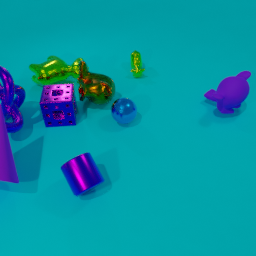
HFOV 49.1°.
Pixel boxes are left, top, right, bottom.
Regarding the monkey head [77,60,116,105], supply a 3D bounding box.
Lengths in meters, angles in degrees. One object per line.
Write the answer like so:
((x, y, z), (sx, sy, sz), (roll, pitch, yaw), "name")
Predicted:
((-0.946, -1.376, 8.442), (1.125, 1.344, 1.868), (-5, 16, -7), "monkey head")

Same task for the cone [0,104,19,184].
((-2.973, 0.240, 6.019), (1.619, 1.619, 1.625), (8, 75, 8), "cone")

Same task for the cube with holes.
((-1.962, -0.649, 8.041), (0.866, 0.866, 0.866), (-4, 42, -4), "cube with holes")

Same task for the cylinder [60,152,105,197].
((-0.989, 1.016, 6.109), (0.729, 0.729, 0.729), (-25, 79, -25), "cylinder")

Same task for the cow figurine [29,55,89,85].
((-2.212, -1.868, 9.355), (1.680, 0.937, 1.707), (24, 42, 32), "cow figurine")

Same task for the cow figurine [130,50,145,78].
((0.308, -2.281, 9.939), (0.530, 0.965, 0.950), (-6, 11, 0), "cow figurine")

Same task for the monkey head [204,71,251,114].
((2.836, -1.071, 8.143), (1.697, 1.023, 1.221), (-35, 50, -28), "monkey head")

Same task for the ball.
((-0.112, -0.485, 7.858), (0.741, 0.741, 0.741), (0, 42, 0), "ball")

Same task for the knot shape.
((-3.300, -0.836, 7.466), (0.830, 1.681, 1.796), (-6, 26, -7), "knot shape")
